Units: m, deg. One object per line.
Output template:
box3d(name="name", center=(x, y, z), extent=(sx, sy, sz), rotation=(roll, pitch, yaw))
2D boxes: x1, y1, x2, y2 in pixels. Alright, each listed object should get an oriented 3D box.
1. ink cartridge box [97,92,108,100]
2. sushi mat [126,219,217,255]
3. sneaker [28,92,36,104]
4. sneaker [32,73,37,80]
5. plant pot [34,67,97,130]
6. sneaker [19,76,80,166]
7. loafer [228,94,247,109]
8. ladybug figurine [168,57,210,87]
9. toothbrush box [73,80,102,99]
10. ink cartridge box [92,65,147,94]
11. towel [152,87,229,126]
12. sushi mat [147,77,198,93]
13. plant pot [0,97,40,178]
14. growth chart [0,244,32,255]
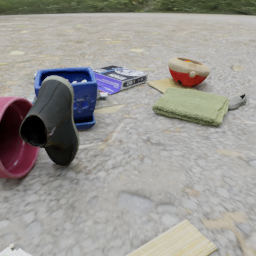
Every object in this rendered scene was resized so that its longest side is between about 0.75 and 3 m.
box3d(name="ink cartridge box", center=(-1.231, -1.430, 11.706), extent=(0.788, 0.276, 0.969), rotation=(1, 33, 2))
box3d(name="sushi mat", center=(0.703, 2.198, 4.868), extent=(1.689, 0.102, 0.808), rotation=(-18, 31, -30))
box3d(name="sneaker", center=(-3.850, -1.216, 11.178), extent=(0.302, 0.349, 0.806), rotation=(3, 29, 3))
box3d(name="sneaker", center=(-4.064, -2.431, 12.934), extent=(1.059, 0.405, 0.426), rotation=(6, 66, 47))
box3d(name="plant pot", center=(-1.962, -0.923, 9.159), extent=(1.867, 1.679, 1.867), rotation=(-6, 27, -12))
box3d(name="sneaker", center=(-1.772, 0.249, 6.238), extent=(0.958, 2.561, 1.360), rotation=(10, 42, 7))
box3d(name="loafer", center=(4.127, -1.025, 10.703), extent=(1.240, 0.433, 0.434), rotation=(-22, 35, -36))
box3d(name="ladybug figurine", center=(2.697, -2.544, 12.724), extent=(1.886, 0.999, 2.778), rotation=(14, 21, 3))
box3d(name="toothbrush box", center=(-1.873, -1.466, 11.050), extent=(1.078, 0.628, 1.472), rotation=(-31, 35, -14))
box3d(name="ink cartridge box", center=(-0.746, -2.351, 13.161), extent=(2.374, 0.520, 2.396), rotation=(23, 35, 37))
box3d(name="towel", center=(2.286, -0.813, 10.128), extent=(2.499, 0.456, 1.854), rotation=(14, 37, 24))
box3d(name="sushi mat", center=(2.103, -1.663, 12.210), extent=(1.382, 0.175, 2.888), rotation=(-13, 30, -23))
box3d(name="plant pot", center=(-3.341, 0.203, 6.758), extent=(1.747, 1.951, 1.951), rotation=(1, 27, 10))
box3d(name="growth chart", center=(-1.807, 2.367, 4.544), extent=(1.222, 0.108, 0.884), rotation=(12, 31, 22))
